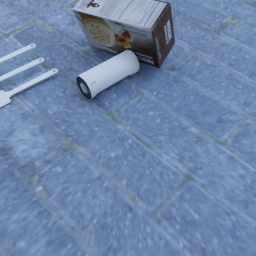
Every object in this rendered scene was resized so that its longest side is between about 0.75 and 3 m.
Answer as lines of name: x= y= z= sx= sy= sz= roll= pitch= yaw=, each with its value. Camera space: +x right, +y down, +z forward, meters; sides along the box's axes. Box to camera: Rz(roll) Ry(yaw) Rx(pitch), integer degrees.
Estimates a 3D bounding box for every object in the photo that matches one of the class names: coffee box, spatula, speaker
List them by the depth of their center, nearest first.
speaker: x=-0.586 y=-1.685 z=8.658 sx=1.934 sy=0.785 sz=0.785 roll=-34 pitch=60 yaw=-24
spatula: x=-3.777 y=-1.705 z=8.802 sx=2.708 sy=0.217 sz=1.883 roll=-34 pitch=70 yaw=-21
coffee box: x=-0.090 y=-3.228 z=8.963 sx=2.913 sy=1.666 sz=1.161 roll=25 pitch=72 yaw=24
